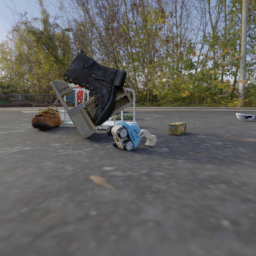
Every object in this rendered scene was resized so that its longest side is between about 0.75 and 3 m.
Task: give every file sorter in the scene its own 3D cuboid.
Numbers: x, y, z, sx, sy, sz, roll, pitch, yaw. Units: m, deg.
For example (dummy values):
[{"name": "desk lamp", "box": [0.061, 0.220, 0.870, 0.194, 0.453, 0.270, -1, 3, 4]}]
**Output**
[{"name": "file sorter", "box": [-1.141, -0.829, 11.514, 2.574, 1.603, 1.786, 4, 7, 28]}]

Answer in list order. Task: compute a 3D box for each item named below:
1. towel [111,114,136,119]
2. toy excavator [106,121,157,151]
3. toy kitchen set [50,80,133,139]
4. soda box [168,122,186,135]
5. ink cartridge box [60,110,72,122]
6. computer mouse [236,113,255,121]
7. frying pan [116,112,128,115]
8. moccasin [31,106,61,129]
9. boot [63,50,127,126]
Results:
[{"name": "towel", "box": [-0.362, -0.670, 16.817, 1.413, 0.258, 1.048, -5, 6, -33]}, {"name": "toy excavator", "box": [0.159, 0.171, 6.366, 1.002, 0.974, 0.501, -36, 24, -29]}, {"name": "toy kitchen set", "box": [-0.995, -1.010, 8.474, 1.982, 1.792, 2.197, -30, 9, -5]}, {"name": "soda box", "box": [1.635, 0.010, 9.235, 0.331, 0.351, 1.035, 3, 6, 27]}, {"name": "ink cartridge box", "box": [-2.685, -0.587, 14.217, 1.945, 0.577, 1.010, 5, 7, 41]}, {"name": "computer mouse", "box": [6.464, -0.544, 15.133, 1.694, 0.372, 0.929, 3, 8, -30]}, {"name": "frying pan", "box": [-0.575, -0.891, 16.721, 1.369, 0.223, 0.828, 1, 6, 3]}, {"name": "moccasin", "box": [-3.114, -0.429, 10.907, 0.851, 0.898, 2.326, 1, 6, 8]}, {"name": "boot", "box": [-1.169, -1.235, 8.587, 1.808, 2.077, 0.719, 21, -13, 10]}]
